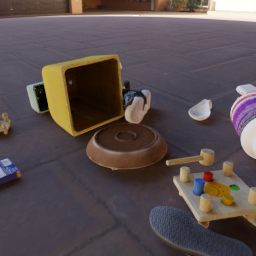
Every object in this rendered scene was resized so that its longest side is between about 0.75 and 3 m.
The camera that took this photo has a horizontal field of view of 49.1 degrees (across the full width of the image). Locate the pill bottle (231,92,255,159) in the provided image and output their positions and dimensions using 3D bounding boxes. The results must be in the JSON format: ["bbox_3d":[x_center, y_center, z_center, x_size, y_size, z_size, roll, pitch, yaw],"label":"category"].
[{"bbox_3d":[4.639,-0.006,9.711,1.665,1.665,2.962,4,28,8],"label":"pill bottle"}]

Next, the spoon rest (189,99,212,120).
[{"bbox_3d":[3.319,-0.849,12.469,0.908,0.554,1.827,15,31,26],"label":"spoon rest"}]

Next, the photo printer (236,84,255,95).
[{"bbox_3d":[6.264,-1.969,14.723,0.957,0.332,0.796,-11,38,-20],"label":"photo printer"}]

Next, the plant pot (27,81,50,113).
[{"bbox_3d":[-4.013,-1.557,13.099,1.300,1.296,1.324,-25,28,-38],"label":"plant pot"}]

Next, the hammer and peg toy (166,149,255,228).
[{"bbox_3d":[2.180,1.548,7.629,1.864,0.894,2.534,-6,23,-11],"label":"hammer and peg toy"}]

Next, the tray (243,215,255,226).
[{"bbox_3d":[3.355,2.335,6.976,0.612,0.126,1.139,-16,32,-26],"label":"tray"}]

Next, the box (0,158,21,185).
[{"bbox_3d":[-4.222,1.469,8.434,1.620,0.262,0.981,-21,34,-36],"label":"box"}]

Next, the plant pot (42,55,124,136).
[{"bbox_3d":[-2.178,-1.627,11.889,2.717,2.699,2.779,-25,30,-38],"label":"plant pot"}]

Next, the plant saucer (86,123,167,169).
[{"bbox_3d":[-0.049,0.456,9.608,2.776,0.478,2.776,-1,25,0],"label":"plant saucer"}]

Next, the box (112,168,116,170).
[{"bbox_3d":[-0.172,0.806,9.310,0.992,0.605,0.956,-9,29,-15],"label":"box"}]

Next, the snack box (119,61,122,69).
[{"bbox_3d":[-0.727,-3.102,13.917,0.760,0.441,0.141,-3,58,17],"label":"snack box"}]

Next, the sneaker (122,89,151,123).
[{"bbox_3d":[-0.041,-1.018,12.304,1.621,1.075,2.848,8,23,16],"label":"sneaker"}]

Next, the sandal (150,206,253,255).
[{"bbox_3d":[1.504,2.571,6.284,2.361,0.506,0.898,24,42,21],"label":"sandal"}]

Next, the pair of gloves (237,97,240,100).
[{"bbox_3d":[6.619,-1.223,13.358,1.826,0.376,2.147,-19,29,-22],"label":"pair of gloves"}]

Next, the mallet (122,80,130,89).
[{"bbox_3d":[-0.436,-2.037,14.690,0.339,0.542,1.646,19,34,31],"label":"mallet"}]

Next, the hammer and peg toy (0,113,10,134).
[{"bbox_3d":[-5.240,-0.142,11.270,0.921,0.441,1.252,-8,29,-12],"label":"hammer and peg toy"}]
